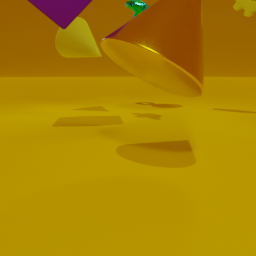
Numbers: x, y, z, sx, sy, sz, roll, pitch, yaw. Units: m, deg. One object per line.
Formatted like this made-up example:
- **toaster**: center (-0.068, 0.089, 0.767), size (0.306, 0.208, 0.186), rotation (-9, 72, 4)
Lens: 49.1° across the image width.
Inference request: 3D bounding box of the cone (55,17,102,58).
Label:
- **cone**: center (-1.326, -2.599, 8.971), size (1.397, 1.392, 1.392), rotation (37, 29, 25)

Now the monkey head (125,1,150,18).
- **monkey head**: center (0.325, -2.709, 7.118), size (1.049, 0.879, 1.458), rotation (1, 27, -38)

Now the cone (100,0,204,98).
- **cone**: center (0.653, -1.458, 3.835), size (1.539, 1.544, 1.539), rotation (27, -2, 1)

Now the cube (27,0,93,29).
- **cube**: center (-1.413, -3.218, 5.733), size (1.377, 1.377, 1.377), rotation (34, 30, -38)

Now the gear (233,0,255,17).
- **gear**: center (3.548, -3.868, 7.607), size (1.554, 1.554, 0.287), rotation (9, 26, 38)

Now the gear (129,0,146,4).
- **gear**: center (0.468, -4.365, 10.001), size (1.100, 0.203, 1.100), rotation (34, 16, -11)
